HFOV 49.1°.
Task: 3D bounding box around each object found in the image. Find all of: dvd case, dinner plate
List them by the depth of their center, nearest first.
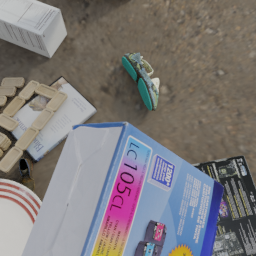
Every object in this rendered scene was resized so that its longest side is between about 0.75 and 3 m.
[{"bbox_3d":[-3.042,2.562,5.994,2.929,0.355,2.929,0,67,1],"label":"dinner plate"},{"bbox_3d":[-2.039,-0.293,7.276,2.051,0.180,1.464,-42,74,-16],"label":"dvd case"}]

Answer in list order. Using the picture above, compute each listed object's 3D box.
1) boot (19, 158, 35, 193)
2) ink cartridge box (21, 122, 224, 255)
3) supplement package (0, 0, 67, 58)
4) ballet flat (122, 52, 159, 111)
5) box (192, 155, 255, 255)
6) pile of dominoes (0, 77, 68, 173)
[{"bbox_3d":[-2.405,1.149,6.519,0.356,0.462,0.952,-10,68,-4],"label":"boot"},{"bbox_3d":[0.267,1.335,3.779,1.070,2.803,1.912,2,68,44],"label":"ink cartridge box"},{"bbox_3d":[-2.837,-2.936,7.933,1.822,0.998,1.036,24,69,10],"label":"supplement package"},{"bbox_3d":[0.479,-1.319,7.473,0.690,0.690,1.858,-23,71,-9],"label":"ballet flat"},{"bbox_3d":[2.018,1.863,6.200,1.801,0.489,2.249,-11,68,-4],"label":"box"},{"bbox_3d":[-3.038,-0.152,7.171,2.044,0.418,2.623,24,64,19],"label":"pile of dominoes"}]
